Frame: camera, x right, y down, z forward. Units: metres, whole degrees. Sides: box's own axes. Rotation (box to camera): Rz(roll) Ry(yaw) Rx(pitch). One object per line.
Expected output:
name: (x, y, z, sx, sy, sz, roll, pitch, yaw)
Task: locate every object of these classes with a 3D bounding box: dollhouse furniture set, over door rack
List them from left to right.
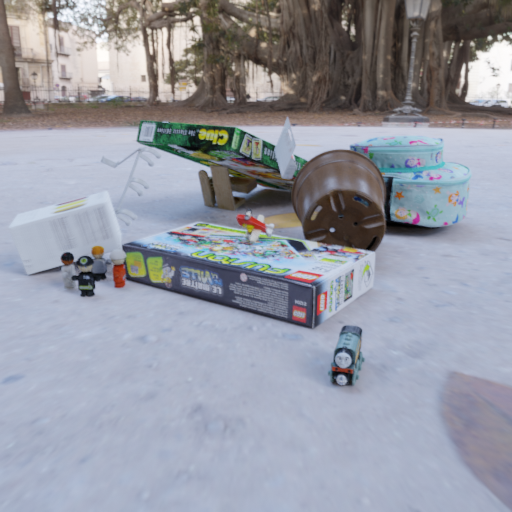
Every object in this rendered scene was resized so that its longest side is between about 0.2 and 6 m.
over door rack: (-2.990, -1.520, 12.586, 0.732, 1.624, 2.198, 28, -17, -37)
dollhouse furniture set: (-0.808, -2.160, 15.129, 1.413, 1.211, 1.486, 12, 37, 34)

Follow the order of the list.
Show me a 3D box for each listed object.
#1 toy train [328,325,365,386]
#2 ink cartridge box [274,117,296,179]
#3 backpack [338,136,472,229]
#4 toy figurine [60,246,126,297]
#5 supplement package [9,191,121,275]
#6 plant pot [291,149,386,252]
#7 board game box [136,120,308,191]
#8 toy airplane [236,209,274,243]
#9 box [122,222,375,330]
toy train: (1.000, 1.090, 6.163, 0.346, 0.463, 0.812, 5, 17, 18)
ink cartridge box: (0.690, -2.233, 11.656, 0.291, 1.021, 0.830, 0, 58, -21)
backpack: (3.384, -1.636, 12.751, 2.868, 2.159, 2.546, 14, 22, 26)
toy figurine: (-2.591, 0.190, 8.885, 0.919, 0.639, 0.905, -16, 23, -42)
supplement package: (-3.278, -0.430, 9.801, 1.629, 0.892, 0.926, -16, 22, -8)
plant pot: (1.614, -0.859, 10.569, 1.916, 1.916, 1.897, 1, 24, 4)
board game box: (-0.068, -2.439, 14.737, 2.965, 0.664, 5.659, 15, 4, 35)
toy airplane: (-0.005, -0.456, 9.342, 0.599, 0.422, 0.596, -6, 53, -42)
box: (-0.165, 0.165, 8.981, 3.604, 0.626, 1.983, 11, 20, 32)
